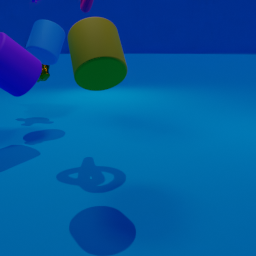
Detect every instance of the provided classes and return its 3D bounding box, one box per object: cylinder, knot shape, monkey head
[{"bbox_3d":[-2.561,-2.644,8.711,0.997,0.997,0.997,10,-18,3],"label":"cylinder"},{"bbox_3d":[-2.969,-1.547,6.966,1.153,1.153,1.153,15,-16,42],"label":"cylinder"},{"bbox_3d":[-0.901,-3.511,6.515,1.436,1.535,0.709,22,52,38],"label":"knot shape"},{"bbox_3d":[-3.348,-2.138,9.971,1.521,0.917,1.094,-9,0,17],"label":"monkey head"},{"bbox_3d":[-0.501,-1.176,4.535,0.846,0.846,0.846,-11,-24,-5],"label":"cylinder"}]

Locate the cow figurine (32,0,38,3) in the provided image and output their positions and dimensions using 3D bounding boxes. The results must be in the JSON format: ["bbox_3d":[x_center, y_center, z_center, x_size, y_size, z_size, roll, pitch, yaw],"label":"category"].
[{"bbox_3d":[-2.692,-4.236,8.735,0.519,0.930,0.945,-18,-11,25],"label":"cow figurine"}]
